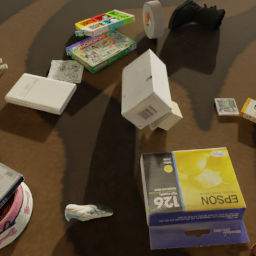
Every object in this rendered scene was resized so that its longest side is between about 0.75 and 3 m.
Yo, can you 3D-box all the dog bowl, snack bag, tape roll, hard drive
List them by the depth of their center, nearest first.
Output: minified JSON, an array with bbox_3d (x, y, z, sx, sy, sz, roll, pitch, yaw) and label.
[{"bbox_3d":[-4.182,2.327,8.293,2.501,0.922,2.501,0,51,0],"label":"dog bowl"},{"bbox_3d":[-3.592,-1.454,11.649,2.432,0.320,1.604,14,53,11],"label":"hard drive"},{"bbox_3d":[-2.803,-2.546,12.619,1.538,0.165,1.450,1,51,0],"label":"snack bag"},{"bbox_3d":[1.246,-5.336,13.826,0.566,1.713,1.713,-14,53,-10],"label":"tape roll"}]

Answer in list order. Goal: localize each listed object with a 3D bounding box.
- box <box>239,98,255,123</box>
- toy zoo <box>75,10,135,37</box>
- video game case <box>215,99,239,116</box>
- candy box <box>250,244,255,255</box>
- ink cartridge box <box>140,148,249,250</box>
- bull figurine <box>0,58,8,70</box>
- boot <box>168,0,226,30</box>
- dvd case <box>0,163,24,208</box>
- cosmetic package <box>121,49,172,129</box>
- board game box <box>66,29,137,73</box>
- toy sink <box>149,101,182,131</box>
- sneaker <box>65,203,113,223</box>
[{"bbox_3d":[5.235,-0.527,10.950,1.486,0.308,0.885,30,57,18],"label":"box"},{"bbox_3d":[-1.394,-5.362,14.415,2.982,0.305,1.957,-28,41,-20],"label":"toy zoo"},{"bbox_3d":[3.986,-0.859,11.325,0.791,0.102,0.870,0,52,0],"label":"video game case"},{"bbox_3d":[4.811,2.596,7.619,2.832,1.653,0.800,-25,55,-18],"label":"candy box"},{"bbox_3d":[1.975,2.048,8.697,2.925,0.696,2.960,-3,50,-3],"label":"ink cartridge box"},{"bbox_3d":[-6.386,-2.511,12.078,1.788,0.959,2.945,-2,52,-1],"label":"bull figurine"},{"bbox_3d":[3.635,-5.672,14.611,2.235,1.009,2.727,30,57,17],"label":"boot"},{"bbox_3d":[-4.562,1.993,7.767,2.024,0.333,2.693,23,55,17],"label":"dvd case"},{"bbox_3d":[0.649,-1.517,10.591,1.556,1.119,2.757,-34,38,27],"label":"cosmetic package"},{"bbox_3d":[-1.227,-3.776,13.336,1.904,0.412,2.829,38,58,25],"label":"board game box"},{"bbox_3d":[1.371,-0.400,10.521,0.636,1.135,0.740,21,40,-36],"label":"toy sink"},{"bbox_3d":[-1.166,2.576,8.444,1.432,0.515,0.519,3,93,-9],"label":"sneaker"}]
